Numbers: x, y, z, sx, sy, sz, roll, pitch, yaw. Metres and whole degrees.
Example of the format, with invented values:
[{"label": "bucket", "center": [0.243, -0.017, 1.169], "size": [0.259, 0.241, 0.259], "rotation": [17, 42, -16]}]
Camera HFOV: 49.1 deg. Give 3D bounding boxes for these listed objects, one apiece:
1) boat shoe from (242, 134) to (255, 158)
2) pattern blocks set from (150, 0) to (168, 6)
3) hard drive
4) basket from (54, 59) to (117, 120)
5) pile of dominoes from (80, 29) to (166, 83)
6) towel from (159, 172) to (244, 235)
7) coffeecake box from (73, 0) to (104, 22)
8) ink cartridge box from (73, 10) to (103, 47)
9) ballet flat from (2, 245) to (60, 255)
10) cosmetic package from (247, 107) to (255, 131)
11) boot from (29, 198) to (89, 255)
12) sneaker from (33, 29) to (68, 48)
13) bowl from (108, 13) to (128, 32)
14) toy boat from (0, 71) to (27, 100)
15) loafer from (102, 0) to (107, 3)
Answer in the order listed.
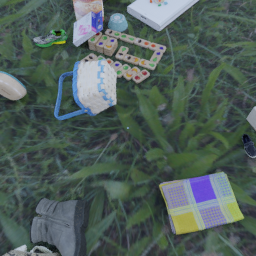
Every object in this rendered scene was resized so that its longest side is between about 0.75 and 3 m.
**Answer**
[{"label": "boat shoe", "center": [3.682, 0.526, 8.535], "size": [0.305, 0.255, 0.818], "rotation": [-22, 58, 20]}, {"label": "pattern blocks set", "center": [1.259, -5.425, 11.780], "size": [0.791, 0.073, 0.900], "rotation": [-14, 61, -8]}, {"label": "hard drive", "center": [1.550, -5.344, 11.991], "size": [1.802, 0.359, 2.732], "rotation": [39, 67, 20]}, {"label": "basket", "center": [-1.400, -1.201, 8.995], "size": [2.024, 1.408, 1.785], "rotation": [-8, 62, 17]}, {"label": "pile of dominoes", "center": [-0.187, -2.845, 10.470], "size": [2.740, 0.436, 2.135], "rotation": [21, 61, 12]}, {"label": "towel", "center": [1.986, 2.026, 7.716], "size": [2.030, 0.231, 1.458], "rotation": [-9, 59, -5]}, {"label": "coffeecake box", "center": [-1.581, -4.987, 11.127], "size": [1.125, 1.466, 0.536], "rotation": [-3, 58, -1]}, {"label": "ink cartridge box", "center": [-1.559, -3.913, 10.773], "size": [1.291, 0.280, 1.267], "rotation": [-26, 50, 26]}, {"label": "ballet flat", "center": [-2.414, 3.196, 6.944], "size": [1.481, 0.502, 0.558], "rotation": [7, 37, -2]}, {"label": "cosmetic package", "center": [4.707, 0.129, 8.554], "size": [1.016, 0.718, 1.963], "rotation": [-20, 61, -11]}, {"label": "boot", "center": [-1.791, 2.838, 7.058], "size": [1.437, 0.745, 2.200], "rotation": [-4, 53, 6]}, {"label": "sneaker", "center": [-3.016, -3.521, 10.796], "size": [1.319, 0.562, 0.515], "rotation": [-16, 61, -8]}, {"label": "bowl", "center": [-0.413, -4.323, 11.349], "size": [0.815, 0.427, 0.815], "rotation": [1, 59, -1]}, {"label": "toy boat", "center": [-4.198, -1.409, 9.308], "size": [1.509, 1.269, 0.701], "rotation": [-12, 53, 28]}, {"label": "loafer", "center": [-1.070, -6.212, 12.086], "size": [2.967, 1.058, 1.083], "rotation": [-28, 63, -15]}]
